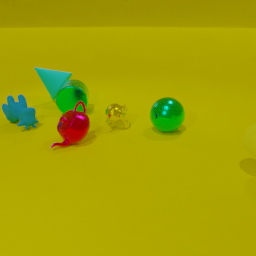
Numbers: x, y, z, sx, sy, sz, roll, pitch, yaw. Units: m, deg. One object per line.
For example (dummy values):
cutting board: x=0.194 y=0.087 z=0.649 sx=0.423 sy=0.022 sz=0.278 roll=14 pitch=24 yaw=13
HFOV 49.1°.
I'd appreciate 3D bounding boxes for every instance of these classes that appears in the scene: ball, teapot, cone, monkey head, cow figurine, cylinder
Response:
ball: x=1.170 y=-0.395 z=8.357 sx=1.052 sy=1.052 sz=1.052 roll=0 pitch=22 yaw=0
teapot: x=-1.549 y=-0.038 z=7.574 sx=0.949 sy=1.526 sz=0.747 roll=8 pitch=-22 yaw=48
cone: x=-3.168 y=-2.022 z=11.182 sx=1.336 sy=1.331 sz=1.331 roll=34 pitch=20 yaw=-9
monkey head: x=-0.330 y=-0.353 z=8.634 sx=0.676 sy=0.807 sz=1.121 roll=-7 pitch=30 yaw=16
ball: x=2.857 y=0.286 z=5.858 sx=0.852 sy=0.852 sz=0.852 roll=0 pitch=22 yaw=0
cow figurine: x=-3.434 y=-0.421 z=8.892 sx=0.711 sy=1.275 sz=1.296 roll=-14 pitch=-13 yaw=-46
cylinder: x=-1.969 y=-1.105 z=10.062 sx=1.084 sy=1.084 sz=1.084 roll=-2 pitch=22 yaw=-5
